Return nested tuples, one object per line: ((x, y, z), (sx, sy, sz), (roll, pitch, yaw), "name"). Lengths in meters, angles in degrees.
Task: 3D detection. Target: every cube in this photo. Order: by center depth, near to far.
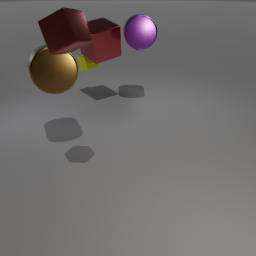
((-1.274, -1.976, 5.780), (0.700, 0.700, 0.700), (-16, 10, 26), "cube")
((-1.262, -3.911, 12.487), (1.400, 1.400, 1.400), (-26, 46, -26), "cube")
((-1.975, -3.234, 13.745), (0.700, 0.700, 0.700), (-28, 23, -31), "cube")

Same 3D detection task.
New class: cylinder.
((-2.380, -1.874, 8.787), (1.400, 1.400, 1.400), (-10, 21, -18), "cylinder")
((0.506, -4.226, 12.285), (1.400, 1.400, 1.400), (-1, 24, -2), "cylinder")
